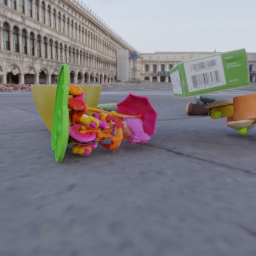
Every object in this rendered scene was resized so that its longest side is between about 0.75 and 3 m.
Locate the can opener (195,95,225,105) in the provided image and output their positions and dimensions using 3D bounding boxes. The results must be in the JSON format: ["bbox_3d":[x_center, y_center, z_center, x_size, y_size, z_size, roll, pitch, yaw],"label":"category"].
[{"bbox_3d":[3.849,-1.164,12.988,0.969,0.773,2.900,-2,10,-9],"label":"can opener"}]

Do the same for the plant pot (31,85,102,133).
[{"bbox_3d":[-1.520,-0.482,7.104,1.722,1.223,1.722,0,8,0],"label":"plant pot"}]

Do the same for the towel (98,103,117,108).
[{"bbox_3d":[-0.903,-0.964,13.156,1.308,0.322,1.762,7,12,43],"label":"towel"}]

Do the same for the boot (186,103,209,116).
[{"bbox_3d":[3.018,-0.738,11.059,1.163,0.506,1.399,4,6,34],"label":"boot"}]

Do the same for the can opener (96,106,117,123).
[{"bbox_3d":[-0.630,-0.401,8.727,2.153,0.574,0.720,2,10,9],"label":"can opener"}]

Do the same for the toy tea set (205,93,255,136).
[{"bbox_3d":[2.543,-0.220,5.948,1.475,0.918,2.481,-10,1,43],"label":"toy tea set"}]

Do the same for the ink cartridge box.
[{"bbox_3d":[1.538,-1.050,5.870,1.170,0.669,2.254,-11,6,5],"label":"ink cartridge box"}]

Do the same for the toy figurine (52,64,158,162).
[{"bbox_3d":[-0.328,-0.140,5.284,1.982,1.617,2.154,7,28,-19],"label":"toy figurine"}]
